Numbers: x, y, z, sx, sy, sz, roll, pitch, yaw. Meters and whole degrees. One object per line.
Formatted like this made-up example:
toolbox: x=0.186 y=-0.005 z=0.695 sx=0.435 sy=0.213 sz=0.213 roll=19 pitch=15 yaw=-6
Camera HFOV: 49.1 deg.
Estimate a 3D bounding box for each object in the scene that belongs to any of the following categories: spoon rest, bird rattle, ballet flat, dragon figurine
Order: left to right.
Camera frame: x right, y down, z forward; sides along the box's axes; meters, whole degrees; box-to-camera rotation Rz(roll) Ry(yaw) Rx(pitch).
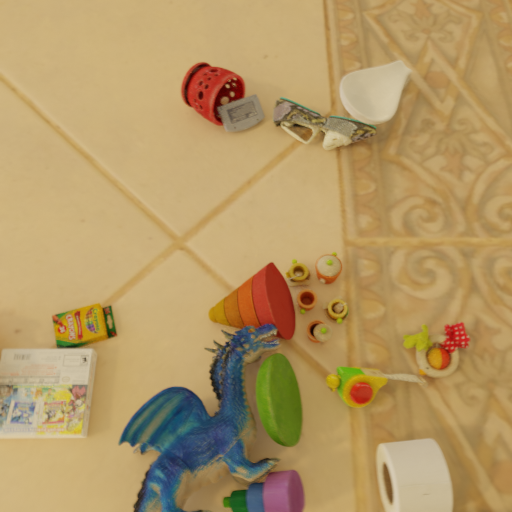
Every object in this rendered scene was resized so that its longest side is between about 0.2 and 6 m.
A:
dragon figurine: x=-1.243 y=3.011 z=8.880 sx=4.726 sy=1.391 sz=2.350 roll=-34 pitch=68 yaw=-16
ballet flat: x=1.424 y=-2.753 z=12.216 sx=2.317 sy=0.834 sz=0.834 roll=20 pitch=65 yaw=10
spoon rest: x=2.665 y=-3.612 z=12.010 sx=1.293 sy=0.789 sz=2.602 roll=44 pitch=48 yaw=3
bird rattle: x=3.278 y=1.701 z=10.106 sx=1.212 sy=0.683 sz=0.988 roll=4 pitch=78 yaw=-17

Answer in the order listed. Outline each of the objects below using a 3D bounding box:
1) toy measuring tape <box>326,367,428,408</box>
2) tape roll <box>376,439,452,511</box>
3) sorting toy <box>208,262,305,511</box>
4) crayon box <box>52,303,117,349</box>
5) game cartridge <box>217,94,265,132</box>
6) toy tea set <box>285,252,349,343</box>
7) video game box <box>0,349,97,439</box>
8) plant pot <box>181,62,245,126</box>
toy measuring tape: x=2.061 y=2.328 z=9.749 sx=1.858 sy=0.684 sz=0.684 roll=9 pitch=62 yaw=-15
tape roll: x=2.438 y=3.511 z=8.739 sx=0.827 sy=1.204 sz=1.204 roll=-5 pitch=63 yaw=-3
sorting toy: x=-0.132 y=2.235 z=9.537 sx=1.487 sy=1.497 sz=4.319 roll=-13 pitch=60 yaw=19
crayon box: x=-3.175 y=1.299 z=10.365 sx=1.066 sy=0.271 sz=0.677 roll=-16 pitch=64 yaw=-8
game cartridge: x=-0.320 y=-3.139 z=12.450 sx=0.974 sy=0.199 sz=0.648 roll=-24 pitch=97 yaw=-17
toy tea set: x=1.208 y=0.727 z=10.416 sx=1.052 sy=0.655 sz=1.769 roll=-12 pitch=64 yaw=-4
video game box: x=-3.694 y=2.389 z=9.755 sx=1.650 sy=0.386 sz=1.503 roll=0 pitch=61 yaw=0
plant pot: x=-0.984 y=-3.604 z=12.358 sx=1.067 sy=1.172 sz=1.172 roll=32 pitch=67 yaw=25
